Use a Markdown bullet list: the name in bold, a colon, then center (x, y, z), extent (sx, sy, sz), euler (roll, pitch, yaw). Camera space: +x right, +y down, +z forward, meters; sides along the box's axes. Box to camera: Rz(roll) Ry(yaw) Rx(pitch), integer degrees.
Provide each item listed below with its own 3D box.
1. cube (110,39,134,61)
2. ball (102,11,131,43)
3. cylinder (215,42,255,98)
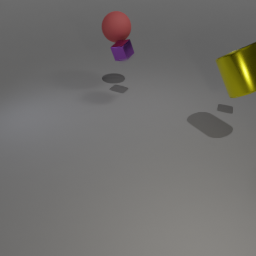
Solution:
- **cube**: center (-0.248, -3.532, 12.734), extent (0.700, 0.700, 0.700), euler (7, 46, 35)
- **ball**: center (-0.546, -4.779, 13.263), extent (1.400, 1.400, 1.400), euler (0, 32, 0)
- **cylinder**: center (3.765, -1.871, 9.122), extent (1.400, 1.400, 1.400), euler (-23, 6, 3)
